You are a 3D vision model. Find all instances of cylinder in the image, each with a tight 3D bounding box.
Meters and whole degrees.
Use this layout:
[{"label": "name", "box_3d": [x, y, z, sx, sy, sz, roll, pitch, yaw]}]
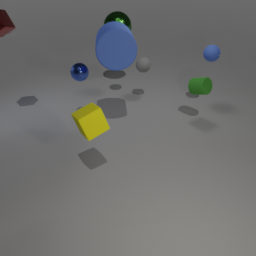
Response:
[{"label": "cylinder", "box_3d": [-0.442, -2.906, 9.876, 1.400, 1.400, 1.400, -3, 30, -4]}, {"label": "cylinder", "box_3d": [2.943, -1.710, 11.420, 0.700, 0.700, 0.700, -24, 20, -33]}]

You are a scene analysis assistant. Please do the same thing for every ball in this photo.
[{"label": "ball", "box_3d": [-1.847, -2.134, 10.700, 0.700, 0.700, 0.700, 0, 32, 0]}, {"label": "ball", "box_3d": [-0.519, -5.034, 13.878, 1.400, 1.400, 1.400, 0, 32, 0]}, {"label": "ball", "box_3d": [3.557, -3.169, 11.888, 0.700, 0.700, 0.700, 0, 32, 0]}, {"label": "ball", "box_3d": [0.713, -2.930, 13.010, 0.700, 0.700, 0.700, 0, 32, 0]}]

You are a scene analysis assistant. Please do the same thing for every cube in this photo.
[{"label": "cube", "box_3d": [-4.555, -3.667, 9.819, 0.700, 0.700, 0.700, -26, 12, 15]}, {"label": "cube", "box_3d": [-1.046, -0.187, 7.787, 0.700, 0.700, 0.700, -31, 29, -15]}]
